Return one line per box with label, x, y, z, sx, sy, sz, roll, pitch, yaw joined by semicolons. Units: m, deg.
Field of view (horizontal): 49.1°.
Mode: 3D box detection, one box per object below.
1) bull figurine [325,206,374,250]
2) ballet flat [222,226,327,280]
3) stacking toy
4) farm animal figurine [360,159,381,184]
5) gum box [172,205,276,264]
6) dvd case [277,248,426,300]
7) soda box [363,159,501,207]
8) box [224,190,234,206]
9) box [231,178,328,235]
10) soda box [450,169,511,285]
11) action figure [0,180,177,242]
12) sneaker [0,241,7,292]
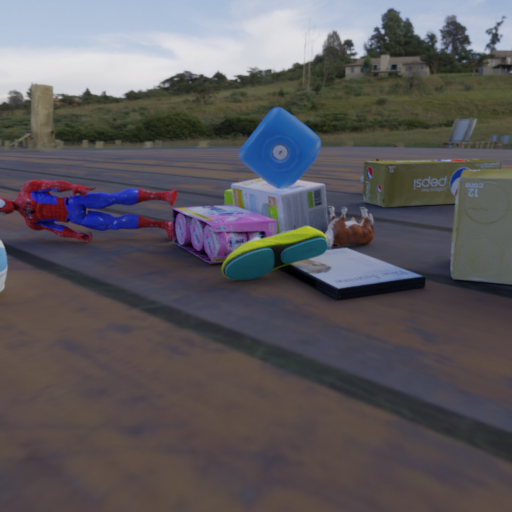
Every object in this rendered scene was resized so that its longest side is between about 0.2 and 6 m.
bull figurine;1.558;-0.476;9.778;1.251;0.759;0.407;-2;9;-34
ballet flat;0.221;-0.078;7.961;1.623;0.542;0.544;-15;41;-16
stacking toy;0.467;-2.087;9.968;1.084;1.146;1.975;36;23;-12
farm animal figurine;4.179;-2.288;17.089;1.704;0.889;1.686;14;30;22
gum box;-0.562;-0.392;9.413;1.128;0.657;1.987;-6;14;-26
dvd case;1.231;0.211;8.006;1.393;0.171;1.952;-6;15;-23
soda box;4.701;-1.995;15.037;3.555;1.138;1.204;-5;13;-17
box;0.251;-1.494;14.446;1.861;0.443;1.134;9;16;31
box;0.401;-0.836;10.320;0.931;1.033;1.836;-16;20;-27
soda box;4.934;-0.332;7.429;4.384;1.485;1.403;5;15;20
action figure;-3.155;-0.839;10.222;3.308;1.082;0.855;3;27;-1
sneaker;-3.798;0.298;6.062;0.941;0.949;2.619;5;16;16
